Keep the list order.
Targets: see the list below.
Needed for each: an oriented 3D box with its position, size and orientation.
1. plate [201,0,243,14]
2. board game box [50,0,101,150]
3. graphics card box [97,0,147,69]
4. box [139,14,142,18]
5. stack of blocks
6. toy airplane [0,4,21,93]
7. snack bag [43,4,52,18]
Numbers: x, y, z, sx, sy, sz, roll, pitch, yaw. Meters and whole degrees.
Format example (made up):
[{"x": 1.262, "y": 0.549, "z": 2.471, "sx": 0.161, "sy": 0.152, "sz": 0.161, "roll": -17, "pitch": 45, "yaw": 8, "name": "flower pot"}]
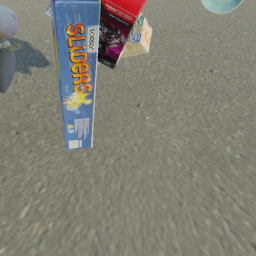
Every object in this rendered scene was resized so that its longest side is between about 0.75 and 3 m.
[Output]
[{"x": 2.247, "y": -3.298, "z": 6.629, "sx": 1.100, "sy": 1.100, "sz": 0.141, "roll": 14, "pitch": 33, "yaw": 18, "name": "plate"}, {"x": -0.899, "y": -1.203, "z": 4.443, "sx": 0.492, "sy": 2.854, "sz": 1.932, "roll": -6, "pitch": 56, "yaw": -14, "name": "board game box"}, {"x": -0.681, "y": -2.506, "z": 6.659, "sx": 1.607, "sy": 2.561, "sz": 0.651, "roll": 27, "pitch": 73, "yaw": -7, "name": "graphics card box"}, {"x": -0.041, "y": -3.714, "z": 8.649, "sx": 0.778, "sy": 0.846, "sz": 0.444, "roll": 31, "pitch": 75, "yaw": 23, "name": "box"}, {"x": -0.306, "y": -2.808, "z": 8.692, "sx": 2.017, "sy": 0.591, "sz": 1.162, "roll": -2, "pitch": 69, "yaw": 30, "name": "stack of blocks"}, {"x": -3.161, "y": -1.695, "z": 5.514, "sx": 2.117, "sy": 2.987, "sz": 3.000, "roll": -23, "pitch": 29, "yaw": -5, "name": "toy airplane"}, {"x": -1.786, "y": -3.886, "z": 9.459, "sx": 1.686, "sy": 1.590, "sz": 0.181, "roll": -12, "pitch": 64, "yaw": 47, "name": "snack bag"}]
